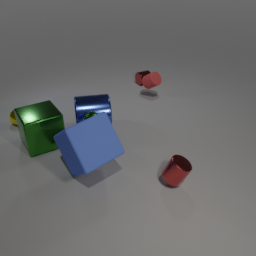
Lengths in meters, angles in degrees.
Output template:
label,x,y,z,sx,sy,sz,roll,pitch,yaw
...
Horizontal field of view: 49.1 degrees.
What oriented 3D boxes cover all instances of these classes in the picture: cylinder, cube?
label,x,y,z,sx,sy,sz,roll,pitch,yaw
cylinder,1.173,-2.352,13.836,0.700,0.700,0.700,-29,8,-38
cube,-3.249,-0.016,10.444,1.400,1.400,1.400,-18,36,-27
cube,-1.221,0.503,8.613,1.400,1.400,1.400,-27,4,-29
cylinder,0.857,-2.799,15.555,0.700,0.700,0.700,-18,36,-27
cylinder,1.486,1.293,8.553,0.700,0.700,0.700,21,33,-14
cylinder,-1.436,-0.641,11.434,1.400,1.400,1.400,-6,33,-10

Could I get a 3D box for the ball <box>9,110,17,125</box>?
label,x,y,z,sx,sy,sz,roll,pitch,yaw
ball,-4.638,-0.469,11.824,0.700,0.700,0.700,0,32,0

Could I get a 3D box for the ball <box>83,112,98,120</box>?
label,x,y,z,sx,sy,sz,roll,pitch,yaw
ball,-1.319,-0.259,10.353,0.700,0.700,0.700,0,32,0
